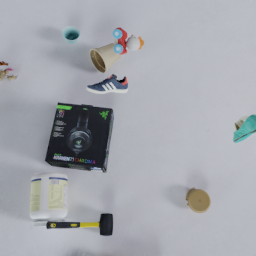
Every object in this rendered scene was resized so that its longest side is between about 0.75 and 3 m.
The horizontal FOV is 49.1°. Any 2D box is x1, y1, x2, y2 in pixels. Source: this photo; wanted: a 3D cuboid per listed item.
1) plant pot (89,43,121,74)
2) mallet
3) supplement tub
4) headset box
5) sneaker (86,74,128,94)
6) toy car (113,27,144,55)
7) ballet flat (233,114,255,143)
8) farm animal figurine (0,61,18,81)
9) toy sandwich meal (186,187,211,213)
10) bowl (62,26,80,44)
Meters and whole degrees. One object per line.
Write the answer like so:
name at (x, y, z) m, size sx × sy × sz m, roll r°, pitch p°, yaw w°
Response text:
plant pot at (-0.925, -3.190, 12.441) m, size 1.076 × 1.175 × 1.175 m, roll -36°, pitch 75°, yaw -23°
mallet at (-1.626, 3.553, 9.897) m, size 2.471 × 0.508 × 0.814 m, roll 2°, pitch 73°, yaw -31°
supplement tub at (-2.891, 2.635, 10.269) m, size 1.332 × 1.332 × 1.837 m, roll -3°, pitch 72°, yaw -1°
headset box at (-1.803, 0.317, 11.128) m, size 2.241 × 1.194 × 2.574 m, roll 7°, pitch 71°, yaw 3°
sneaker at (-0.712, -1.584, 9.826) m, size 1.506 × 0.637 × 0.565 m, roll -6°, pitch 29°, yaw -22°
toy car at (0.040, -2.628, 8.439) m, size 0.901 × 0.830 × 0.797 m, roll -2°, pitch 107°, yaw 5°
ballet flat at (3.288, -0.021, 7.844) m, size 0.546 × 1.622 × 0.571 m, roll -23°, pitch 76°, yaw -5°
farm animal figurine at (-5.473, -2.401, 12.447) m, size 0.991 × 0.523 × 1.002 m, roll -34°, pitch 82°, yaw 2°
toy sandwich meal at (2.681, 2.792, 10.769) m, size 0.994 × 0.341 × 0.994 m, roll 1°, pitch 74°, yaw -3°
bowl at (-2.646, -4.278, 13.047) m, size 0.838 × 0.438 × 0.838 m, roll 3°, pitch 68°, yaw -8°
